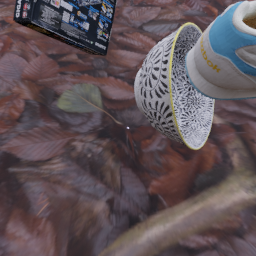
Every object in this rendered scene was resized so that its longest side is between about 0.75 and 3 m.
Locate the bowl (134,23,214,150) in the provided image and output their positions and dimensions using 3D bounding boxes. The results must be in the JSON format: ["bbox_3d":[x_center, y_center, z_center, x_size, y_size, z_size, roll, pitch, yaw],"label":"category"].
[{"bbox_3d":[0.727,-0.645,4.741,0.941,2.005,2.005,0,42,34],"label":"bowl"}]

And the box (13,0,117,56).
[{"bbox_3d":[-1.154,-2.804,6.032,0.553,1.910,2.403,14,5,31],"label":"box"}]

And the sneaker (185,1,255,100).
[{"bbox_3d":[2.018,-0.918,3.122,2.605,1.052,0.996,-11,75,-15],"label":"sneaker"}]
